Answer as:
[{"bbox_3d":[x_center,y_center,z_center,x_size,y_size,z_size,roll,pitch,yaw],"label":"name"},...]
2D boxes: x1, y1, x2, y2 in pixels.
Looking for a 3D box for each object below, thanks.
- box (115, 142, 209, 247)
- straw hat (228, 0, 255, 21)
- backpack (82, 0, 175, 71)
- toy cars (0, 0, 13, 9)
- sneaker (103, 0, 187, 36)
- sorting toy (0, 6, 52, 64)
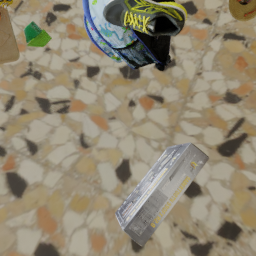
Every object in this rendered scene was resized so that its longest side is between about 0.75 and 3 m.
[{"bbox_3d":[0.531,1.085,5.016,0.428,1.402,1.770,40,79,-2],"label":"box"},{"bbox_3d":[2.383,-2.865,5.798,1.220,1.220,0.516,-25,46,-12],"label":"straw hat"},{"bbox_3d":[-0.053,-2.550,6.204,1.587,2.160,1.976,-3,66,33],"label":"backpack"},{"bbox_3d":[-2.711,-2.634,5.837,0.345,0.770,0.170,-11,98,21],"label":"toy cars"},{"bbox_3d":[0.274,-1.886,4.731,1.464,0.545,0.620,5,43,6],"label":"sneaker"},{"bbox_3d":[-3.446,-2.453,6.976,2.955,2.184,0.435,-17,56,-18],"label":"sorting toy"}]
